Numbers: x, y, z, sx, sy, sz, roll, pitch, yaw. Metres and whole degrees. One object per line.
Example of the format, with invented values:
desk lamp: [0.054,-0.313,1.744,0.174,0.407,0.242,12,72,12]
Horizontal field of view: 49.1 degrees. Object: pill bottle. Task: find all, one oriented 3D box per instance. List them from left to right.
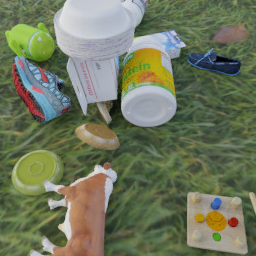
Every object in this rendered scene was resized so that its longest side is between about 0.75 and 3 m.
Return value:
pill bottle: [0.097,-4.929,11.842,1.141,1.141,1.908,10,52,8]
pill bottle: [0.610,-1.595,8.868,1.592,1.592,2.866,0,51,0]

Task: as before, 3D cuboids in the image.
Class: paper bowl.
paper bowl: [-0.868,-2.774,7.328,2.090,1.087,2.090,1,47,-1]

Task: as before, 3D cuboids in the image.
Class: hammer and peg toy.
hammer and peg toy: [2.300,2.173,6.485,1.837,0.648,1.351,6,50,4]

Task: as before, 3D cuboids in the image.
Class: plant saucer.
plant saucer: [-2.457,1.134,7.584,1.399,0.217,1.399,0,51,-1]
plant saucer: [-0.791,0.168,7.648,1.269,0.225,1.269,19,19,-7]

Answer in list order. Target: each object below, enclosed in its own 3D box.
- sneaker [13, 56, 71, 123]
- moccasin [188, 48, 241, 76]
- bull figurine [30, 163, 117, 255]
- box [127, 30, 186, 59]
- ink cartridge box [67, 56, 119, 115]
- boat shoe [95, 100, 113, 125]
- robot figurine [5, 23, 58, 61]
sneaker: [-2.827,-1.324,9.187,1.377,1.144,2.884,-18,58,-33]
moccasin: [3.164,-2.519,10.222,1.898,0.647,0.764,15,53,11]
bull figurine: [-1.138,1.945,6.521,1.676,0.899,2.761,-2,49,3]
box: [1.046,-3.094,10.786,2.022,0.482,1.233,-15,53,-12]
ink cartridge box: [-0.915,-1.929,8.389,0.984,1.682,2.899,-8,41,8]
boat shoe: [-0.766,-0.840,8.898,0.566,0.628,1.742,-19,48,-6]
robot figurine: [-3.593,-3.162,10.434,1.933,1.118,1.696,24,48,19]
